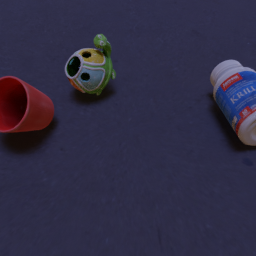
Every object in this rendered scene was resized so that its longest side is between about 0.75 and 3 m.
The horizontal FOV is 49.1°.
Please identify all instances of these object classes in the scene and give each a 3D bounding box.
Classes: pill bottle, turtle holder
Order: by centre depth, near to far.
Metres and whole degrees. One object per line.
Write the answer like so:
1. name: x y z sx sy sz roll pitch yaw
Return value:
1. pill bottle: 3.570 -0.912 8.646 1.519 1.519 2.707 -9 46 -8
2. turtle holder: -1.212 -2.013 9.328 1.895 1.345 1.439 -26 73 31

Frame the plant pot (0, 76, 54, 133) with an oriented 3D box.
1. plant pot: -3.060 -0.569 8.219 1.616 1.430 1.616 -3 82 22
